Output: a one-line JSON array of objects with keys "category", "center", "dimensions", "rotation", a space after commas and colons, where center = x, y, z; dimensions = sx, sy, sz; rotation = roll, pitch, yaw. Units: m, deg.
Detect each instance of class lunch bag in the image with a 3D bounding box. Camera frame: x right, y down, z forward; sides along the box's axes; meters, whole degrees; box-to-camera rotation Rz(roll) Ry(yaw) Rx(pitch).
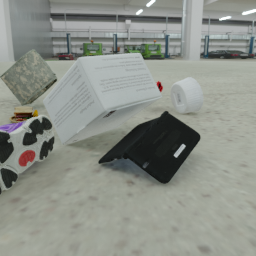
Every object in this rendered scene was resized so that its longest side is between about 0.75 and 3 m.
[{"category": "lunch bag", "center": [-3.689, -1.941, 10.711], "dimensions": [1.726, 1.415, 1.015], "rotation": [-36, 5, 12]}]

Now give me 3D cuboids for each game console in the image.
[{"category": "game console", "center": [0.457, 0.435, 5.751], "dimensions": [1.416, 0.937, 1.610], "rotation": [36, 47, 13]}]

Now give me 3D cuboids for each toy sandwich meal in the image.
[{"category": "toy sandwich meal", "center": [-3.349, -0.430, 9.106], "dimensions": [1.070, 0.367, 1.070], "rotation": [2, 17, -1]}]

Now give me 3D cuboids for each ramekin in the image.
[{"category": "ramekin", "center": [2.049, -1.123, 9.983], "dimensions": [0.618, 1.267, 1.267], "rotation": [-18, 22, -19]}]

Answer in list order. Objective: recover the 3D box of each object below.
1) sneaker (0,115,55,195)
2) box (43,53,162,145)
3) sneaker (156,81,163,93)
[{"category": "sneaker", "center": [-2.442, 0.517, 5.047], "dimensions": [1.137, 1.099, 2.725], "rotation": [-6, 10, 21]}, {"category": "box", "center": [-0.644, -0.722, 6.929], "dimensions": [2.007, 1.312, 1.996], "rotation": [-19, -10, -44]}, {"category": "sneaker", "center": [0.876, -1.486, 10.484], "dimensions": [0.851, 0.577, 1.473], "rotation": [-31, 36, 12]}]
